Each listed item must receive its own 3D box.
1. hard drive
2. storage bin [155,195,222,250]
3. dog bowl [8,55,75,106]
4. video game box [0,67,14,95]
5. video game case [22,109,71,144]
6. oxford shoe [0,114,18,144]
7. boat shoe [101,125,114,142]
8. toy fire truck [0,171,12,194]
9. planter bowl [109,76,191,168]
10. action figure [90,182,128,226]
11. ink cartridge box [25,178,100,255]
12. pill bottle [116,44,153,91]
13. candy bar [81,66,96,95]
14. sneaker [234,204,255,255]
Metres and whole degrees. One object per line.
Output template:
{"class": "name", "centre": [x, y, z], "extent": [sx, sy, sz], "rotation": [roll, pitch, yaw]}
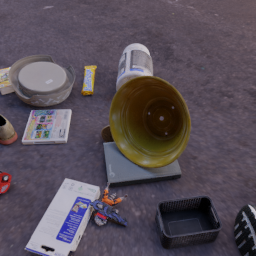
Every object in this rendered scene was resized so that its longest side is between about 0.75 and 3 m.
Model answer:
{"class": "hard drive", "centre": [0.425, 1.124, 9.743], "extent": [2.451, 0.403, 1.710], "rotation": [-6, 47, -6]}
{"class": "storage bin", "centre": [1.663, 2.655, 7.922], "extent": [1.622, 0.761, 1.097], "rotation": [-7, 44, -6]}
{"class": "dog bowl", "centre": [-3.823, -2.124, 12.635], "extent": [2.857, 0.838, 2.857], "rotation": [5, 49, -6]}
{"class": "video game box", "centre": [-5.371, -2.444, 13.579], "extent": [1.854, 0.434, 1.689], "rotation": [-21, 45, -21]}
{"class": "video game case", "centre": [-3.201, -0.084, 11.223], "extent": [1.673, 0.218, 1.838], "rotation": [-2, 44, -2]}
{"class": "oxford shoe", "centre": [-5.296, -0.376, 10.971], "extent": [2.596, 0.971, 0.914], "rotation": [27, 50, 26]}
{"class": "boat shoe", "centre": [0.118, 0.120, 10.713], "extent": [2.283, 0.814, 0.736], "rotation": [-6, 9, -3]}
{"class": "toy fire truck", "centre": [-4.536, 2.024, 8.426], "extent": [0.461, 1.334, 1.891], "rotation": [16, 4, 35]}
{"class": "planter bowl", "centre": [0.891, -0.250, 9.350], "extent": [2.960, 2.960, 1.233], "rotation": [28, 23, 26]}
{"class": "action figure", "centre": [-0.517, 2.443, 8.429], "extent": [1.267, 0.663, 1.226], "rotation": [39, 58, 0]}
{"class": "ink cartridge box", "centre": [-1.800, 2.643, 8.144], "extent": [1.210, 0.477, 2.434], "rotation": [13, 43, 13]}
{"class": "pill bottle", "centre": [0.347, -2.611, 12.873], "extent": [1.618, 1.618, 2.844], "rotation": [2, 44, 2]}
{"class": "candy bar", "centre": [-1.887, -2.334, 13.577], "extent": [0.610, 0.271, 2.448], "rotation": [-2, 43, -1]}
{"class": "sneaker", "centre": [3.766, 3.362, 7.135], "extent": [1.199, 1.105, 2.998], "rotation": [4, 45, -18]}
